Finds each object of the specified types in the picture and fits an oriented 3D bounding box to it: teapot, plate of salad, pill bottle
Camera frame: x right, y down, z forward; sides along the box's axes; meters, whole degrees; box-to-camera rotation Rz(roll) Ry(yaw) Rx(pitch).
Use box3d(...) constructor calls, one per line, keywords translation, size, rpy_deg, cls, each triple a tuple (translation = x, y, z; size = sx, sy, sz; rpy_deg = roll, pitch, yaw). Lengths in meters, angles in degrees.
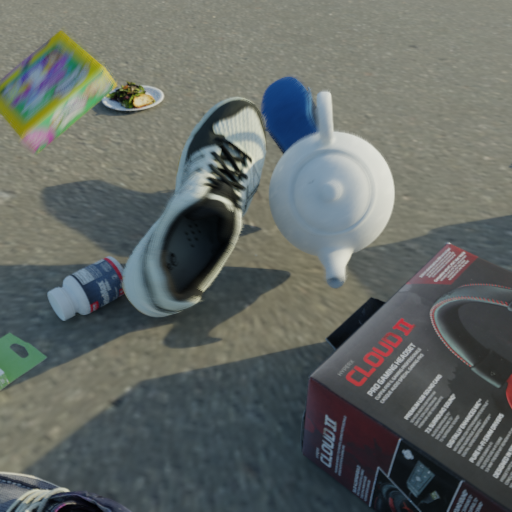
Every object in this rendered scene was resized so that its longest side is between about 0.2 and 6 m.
box3d(translation=(1.018, -0.893, 7.683), size=(1.934, 1.908, 1.412), rpy_deg=(42, 6, 6), cls="teapot")
box3d(translation=(-2.870, -3.736, 12.993), size=(1.421, 0.341, 1.421), rpy_deg=(-1, 40, 0), cls="plate of salad")
box3d(translation=(-2.295, 0.465, 7.669), size=(0.972, 0.582, 0.582), rpy_deg=(-31, 49, -31), cls="pill bottle")

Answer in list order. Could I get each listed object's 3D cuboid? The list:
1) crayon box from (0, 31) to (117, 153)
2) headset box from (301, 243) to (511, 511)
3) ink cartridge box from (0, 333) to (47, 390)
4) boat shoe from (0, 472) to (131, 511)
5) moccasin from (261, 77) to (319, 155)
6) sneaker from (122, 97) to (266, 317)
box3d(translation=(-3.186, -2.561, 8.666), size=(1.600, 0.466, 1.380), rpy_deg=(-43, 61, -6), cls="crayon box")
box3d(translation=(2.461, 1.600, 5.604), size=(3.763, 1.411, 2.797), rpy_deg=(30, 48, 32), cls="headset box")
box3d(translation=(-3.285, 1.329, 6.881), size=(0.793, 0.261, 1.090), rpy_deg=(26, 48, 29), cls="ink cartridge box")
box3d(translation=(-1.867, 2.336, 4.981), size=(2.321, 1.076, 0.867), rpy_deg=(14, 41, 16), cls="boat shoe")
box3d(translation=(0.744, -1.983, 9.616), size=(1.044, 0.885, 2.595), rpy_deg=(-25, 54, 16), cls="moccasin")
box3d(translation=(-0.510, -0.694, 7.389), size=(1.265, 1.466, 3.344), rpy_deg=(28, 75, -22), cls="sneaker")
